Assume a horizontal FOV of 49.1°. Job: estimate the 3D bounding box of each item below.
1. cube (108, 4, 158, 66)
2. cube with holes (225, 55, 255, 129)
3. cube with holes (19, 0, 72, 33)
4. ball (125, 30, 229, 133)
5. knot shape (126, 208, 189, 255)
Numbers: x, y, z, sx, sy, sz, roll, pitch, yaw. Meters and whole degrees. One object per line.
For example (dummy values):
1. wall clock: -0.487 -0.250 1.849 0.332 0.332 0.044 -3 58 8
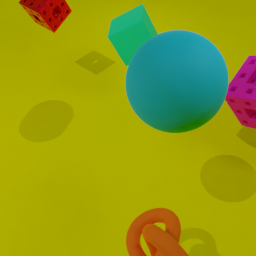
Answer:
1. cube: 0.141 -2.120 6.427 0.851 0.851 0.851 -19 40 22
2. cube with holes: 2.999 -0.713 5.973 1.149 1.149 1.149 -53 34 -10
3. cube with holes: -2.208 -3.268 7.557 0.812 0.812 0.812 33 83 23
4. ball: 0.610 -0.577 3.600 1.287 1.287 1.287 0 54 0
5. knot shape: 0.442 1.778 3.840 0.673 1.364 1.457 9 63 -14
